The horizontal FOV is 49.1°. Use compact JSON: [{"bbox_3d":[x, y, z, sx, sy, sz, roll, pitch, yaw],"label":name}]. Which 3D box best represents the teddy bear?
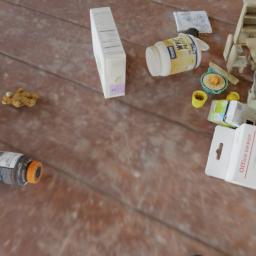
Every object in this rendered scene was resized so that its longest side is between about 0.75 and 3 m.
[{"bbox_3d":[-3.829,-1.074,9.947,1.240,0.414,0.899,17,56,11],"label":"teddy bear"}]

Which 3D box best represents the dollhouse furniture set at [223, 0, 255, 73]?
[{"bbox_3d":[4.914,-3.416,10.456,2.270,1.721,2.590,3,47,3],"label":"dollhouse furniture set"}]

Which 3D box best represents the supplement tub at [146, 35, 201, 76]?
[{"bbox_3d":[1.674,-2.678,10.496,1.774,1.281,1.281,-16,58,-10],"label":"supplement tub"}]

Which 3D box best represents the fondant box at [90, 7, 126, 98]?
[{"bbox_3d":[-0.740,-2.718,10.115,0.780,1.931,2.677,-9,57,-8],"label":"fondant box"}]

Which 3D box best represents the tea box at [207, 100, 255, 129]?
[{"bbox_3d":[3.247,-0.395,8.733,1.023,1.007,0.684,17,86,-29],"label":"tea box"}]

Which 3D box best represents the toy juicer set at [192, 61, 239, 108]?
[{"bbox_3d":[3.356,-1.545,10.099,1.511,0.646,2.375,23,59,13],"label":"toy juicer set"}]

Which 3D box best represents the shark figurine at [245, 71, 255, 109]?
[{"bbox_3d":[4.678,-0.808,9.540,1.190,1.703,2.851,24,36,-4],"label":"shark figurine"}]

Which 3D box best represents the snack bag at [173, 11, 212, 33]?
[{"bbox_3d":[2.869,-4.738,12.530,1.562,0.167,1.472,-2,56,-2],"label":"snack bag"}]

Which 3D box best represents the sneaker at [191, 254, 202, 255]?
[{"bbox_3d":[1.753,4.054,5.698,1.055,1.623,2.811,-1,61,0],"label":"sneaker"}]

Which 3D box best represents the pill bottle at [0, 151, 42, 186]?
[{"bbox_3d":[-3.416,1.171,8.143,1.730,0.919,0.919,9,57,5],"label":"pill bottle"}]

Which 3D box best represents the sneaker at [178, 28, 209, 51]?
[{"bbox_3d":[2.880,-3.755,11.659,1.438,0.509,0.713,35,68,25],"label":"sneaker"}]

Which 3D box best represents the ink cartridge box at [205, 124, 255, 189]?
[{"bbox_3d":[3.846,0.926,7.931,2.877,0.976,1.669,14,82,10],"label":"ink cartridge box"}]
